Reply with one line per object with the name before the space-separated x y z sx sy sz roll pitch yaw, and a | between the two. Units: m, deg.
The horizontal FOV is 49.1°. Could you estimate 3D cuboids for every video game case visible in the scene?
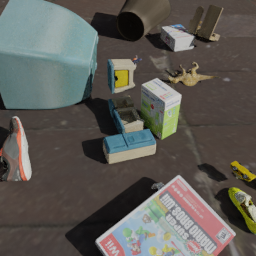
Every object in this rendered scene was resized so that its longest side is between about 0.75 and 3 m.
video game case | 0.871 2.416 6.134 2.606 0.227 1.864 -31 65 -28

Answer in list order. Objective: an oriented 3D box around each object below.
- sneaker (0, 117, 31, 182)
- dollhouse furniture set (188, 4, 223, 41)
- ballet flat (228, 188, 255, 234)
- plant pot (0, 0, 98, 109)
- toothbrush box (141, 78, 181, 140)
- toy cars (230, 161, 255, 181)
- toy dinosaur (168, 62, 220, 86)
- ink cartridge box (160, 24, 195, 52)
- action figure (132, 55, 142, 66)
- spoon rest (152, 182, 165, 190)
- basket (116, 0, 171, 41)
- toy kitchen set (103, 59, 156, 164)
sneaker | -3.260 0.548 7.786 0.848 0.798 2.071 -12 55 -15
dollhouse furniture set | 3.735 -4.944 13.027 1.577 1.351 1.658 34 28 31
ballet flat | 2.907 1.906 6.811 0.444 0.445 1.328 -8 44 -8
plant pot | -2.544 -2.330 9.478 2.884 2.832 2.824 8 55 -3
toothbrush box | 0.969 -0.583 8.676 0.653 1.516 1.104 -26 50 -26
toy cars | 3.309 1.296 7.348 1.381 0.306 0.619 18 32 -1
toy dinosaur | 2.557 -2.060 11.106 1.960 0.570 0.991 -2 58 8
ink cartridge box | 2.343 -4.285 13.268 1.065 0.624 1.474 -14 46 -15
action figure | 0.280 -2.723 11.790 0.782 0.409 0.757 -14 45 21
spoon rest | 0.945 1.870 6.880 0.673 0.411 1.354 -12 44 -13
basket | 0.631 -5.622 13.913 2.415 1.822 2.678 25 52 5
toy kitchen set | -0.233 -0.596 8.316 1.451 1.973 2.463 -12 43 -14
